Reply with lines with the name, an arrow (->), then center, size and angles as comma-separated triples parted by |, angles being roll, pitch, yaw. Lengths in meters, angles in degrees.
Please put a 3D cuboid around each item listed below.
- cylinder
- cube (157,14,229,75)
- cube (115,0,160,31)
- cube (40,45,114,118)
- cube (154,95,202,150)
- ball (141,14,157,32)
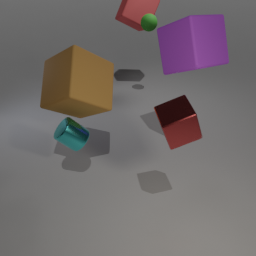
cylinder -> -1.526, 0.174, 7.595 | 0.700, 0.700, 0.700 | -35, 34, 28
cube -> 1.901, -2.422, 8.247 | 1.400, 1.400, 1.400 | -16, 11, -32
cube -> 0.412, -5.518, 13.077 | 1.400, 1.400, 1.400 | 20, 8, -20
cube -> -1.371, -1.173, 7.647 | 1.400, 1.400, 1.400 | -10, -18, 42
cube -> 1.022, -0.117, 5.737 | 0.700, 0.700, 0.700 | -22, 41, 6
ball -> 0.876, -4.388, 11.666 | 0.700, 0.700, 0.700 | 0, 30, 0
